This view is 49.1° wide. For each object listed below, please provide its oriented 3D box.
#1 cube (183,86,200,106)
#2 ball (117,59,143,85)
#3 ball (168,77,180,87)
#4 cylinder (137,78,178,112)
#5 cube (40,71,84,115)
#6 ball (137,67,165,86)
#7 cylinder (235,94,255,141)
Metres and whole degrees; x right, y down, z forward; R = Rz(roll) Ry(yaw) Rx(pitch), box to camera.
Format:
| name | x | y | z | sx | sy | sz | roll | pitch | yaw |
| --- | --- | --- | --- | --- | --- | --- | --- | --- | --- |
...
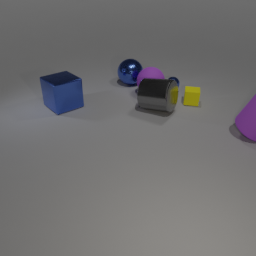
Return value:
| name | x | y | z | sx | sy | sz | roll | pitch | yaw |
| --- | --- | --- | --- | --- | --- | --- | --- | --- | --- |
| cube | 3.020 | -1.511 | 13.254 | 0.700 | 0.700 | 0.700 | 7 | 30 | 10 |
| ball | 0.127 | -3.035 | 15.159 | 1.400 | 1.400 | 1.400 | 0 | 31 | 0 |
| ball | 2.304 | -2.289 | 14.419 | 0.700 | 0.700 | 0.700 | 0 | 31 | 0 |
| cylinder | 1.322 | -1.467 | 12.356 | 1.400 | 1.400 | 1.400 | 9 | 31 | 29 |
| cube | -3.006 | -1.646 | 12.808 | 1.400 | 1.400 | 1.400 | -23 | 37 | -33 |
| ball | 1.136 | -2.327 | 13.943 | 1.400 | 1.400 | 1.400 | 0 | 31 | 0 |
| cylinder | 4.970 | -0.428 | 10.373 | 1.400 | 1.400 | 1.400 | 14 | 44 | -14 |
